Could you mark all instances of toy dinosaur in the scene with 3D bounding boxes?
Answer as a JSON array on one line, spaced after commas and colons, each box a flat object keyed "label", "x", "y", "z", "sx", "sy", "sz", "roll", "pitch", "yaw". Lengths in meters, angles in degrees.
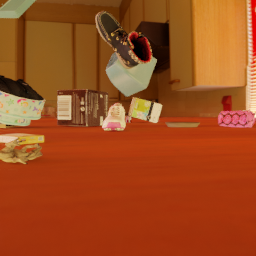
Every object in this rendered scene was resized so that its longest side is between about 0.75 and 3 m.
[{"label": "toy dinosaur", "x": -1.315, "y": 0.297, "z": 3.110, "sx": 0.489, "sy": 0.281, "sz": 0.967, "roll": -17, "pitch": -16, "yaw": 36}]

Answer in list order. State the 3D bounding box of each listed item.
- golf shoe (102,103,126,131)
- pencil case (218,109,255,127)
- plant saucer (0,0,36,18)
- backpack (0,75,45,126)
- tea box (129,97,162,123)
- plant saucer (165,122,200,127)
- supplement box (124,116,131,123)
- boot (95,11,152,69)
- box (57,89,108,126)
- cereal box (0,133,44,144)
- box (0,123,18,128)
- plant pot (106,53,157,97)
[{"label": "golf shoe", "x": -0.455, "y": -0.380, "z": 9.395, "sx": 0.768, "sy": 0.934, "sz": 2.040, "roll": 1, "pitch": 4, "yaw": 0}, {"label": "pencil case", "x": 4.402, "y": -0.406, "z": 11.477, "sx": 0.690, "sy": 0.712, "sz": 1.521, "roll": -35, "pitch": 19, "yaw": -30}, {"label": "plant saucer", "x": -2.356, "y": -3.045, "z": 6.473, "sx": 0.594, "sy": 1.698, "sz": 0.161, "roll": 8, "pitch": -39, "yaw": 18}, {"label": "backpack", "x": -4.436, "y": -1.015, "z": 11.069, "sx": 1.997, "sy": 1.693, "sz": 2.249, "roll": 8, "pitch": 13, "yaw": -44}, {"label": "tea box", "x": 1.122, "y": -1.123, "z": 17.700, "sx": 1.795, "sy": 1.219, "sz": 1.824, "roll": 15, "pitch": 5, "yaw": 8}, {"label": "plant saucer", "x": 2.310, "y": -0.153, "z": 11.882, "sx": 1.464, "sy": 0.216, "sz": 1.464, "roll": -1, "pitch": 2, "yaw": 0}, {"label": "supplement box", "x": -0.074, "y": -0.557, "z": 18.014, "sx": 0.232, "sy": 0.415, "sz": 0.763, "roll": 0, "pitch": 2, "yaw": -32}, {"label": "boot", "x": -0.125, "y": -2.899, "z": 9.089, "sx": 0.790, "sy": 2.160, "sz": 1.626, "roll": -36, "pitch": 21, "yaw": -12}, {"label": "box", "x": -2.035, "y": -0.907, "z": 12.861, "sx": 1.599, "sy": 1.616, "sz": 1.948, "roll": 1, "pitch": 3, "yaw": 24}, {"label": "cereal box", "x": -2.042, "y": 0.198, "z": 5.287, "sx": 0.764, "sy": 0.151, "sz": 0.550, "roll": 2, "pitch": 3, "yaw": 37}, {"label": "box", "x": -5.526, "y": -0.141, "z": 11.538, "sx": 1.713, "sy": 0.182, "sz": 1.400, "roll": 0, "pitch": 5, "yaw": 3}, {"label": "plant pot", "x": -0.010, "y": -2.890, "z": 13.694, "sx": 1.804, "sy": 1.766, "sz": 1.771, "roll": 31, "pitch": -24, "yaw": -25}]
